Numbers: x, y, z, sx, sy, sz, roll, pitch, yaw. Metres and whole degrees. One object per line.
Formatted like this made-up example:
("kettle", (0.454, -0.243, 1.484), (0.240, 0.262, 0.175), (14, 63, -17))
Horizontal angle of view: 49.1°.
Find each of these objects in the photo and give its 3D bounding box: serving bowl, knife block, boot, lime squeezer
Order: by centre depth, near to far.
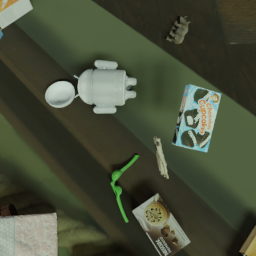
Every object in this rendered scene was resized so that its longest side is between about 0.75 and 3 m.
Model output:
("boot", (-4.917, 4.255, 9.443), (2.890, 0.928, 2.694), (-21, 76, -2))
("knife block", (4.195, 4.166, 9.593), (1.494, 0.545, 1.702), (-5, 71, -3))
("lime squeezer", (-0.236, 2.153, 10.470), (0.888, 0.474, 2.513), (20, 67, -26))
("serving bowl", (-2.765, -1.330, 11.600), (1.234, 0.406, 1.234), (-3, 61, 6))

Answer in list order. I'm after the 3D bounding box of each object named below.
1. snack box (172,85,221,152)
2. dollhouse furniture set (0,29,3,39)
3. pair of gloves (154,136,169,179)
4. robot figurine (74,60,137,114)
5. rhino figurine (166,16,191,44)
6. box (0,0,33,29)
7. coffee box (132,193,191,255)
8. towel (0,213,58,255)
("snack box", (2.096, -0.282, 8.555), (1.081, 0.345, 1.860), (13, 90, -14))
("dollhouse furniture set", (-6.853, -4.179, 12.234), (1.791, 1.238, 1.897), (22, 71, 7))
("pair of gloves", (0.844, 0.720, 7.182), (0.195, 1.114, 0.948), (-11, 100, 2))
("robot figurine", (-0.912, -1.640, 11.217), (2.510, 1.417, 2.129), (1, 92, 1))
("rhino figurine", (2.376, -4.492, 12.744), (0.702, 0.480, 1.605), (29, 71, -5))
("box", (-5.556, -5.663, 12.960), (1.773, 0.864, 1.103), (-41, 75, -13))
("coffee box", (1.121, 3.421, 9.745), (1.088, 0.769, 1.925), (-31, 73, -11))
("towel", (-3.244, 4.065, 8.830), (0.422, 2.502, 2.619), (-20, 67, 34))
